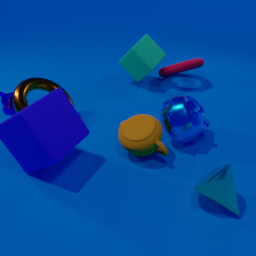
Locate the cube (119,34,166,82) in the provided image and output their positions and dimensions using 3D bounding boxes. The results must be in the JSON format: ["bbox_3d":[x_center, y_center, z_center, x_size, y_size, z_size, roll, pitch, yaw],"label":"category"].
[{"bbox_3d":[0.496,-2.412,9.730,0.995,0.995,0.995,45,58,-10],"label":"cube"}]

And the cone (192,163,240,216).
[{"bbox_3d":[1.829,1.276,5.279,0.874,0.874,0.877,-28,79,-35],"label":"cone"}]

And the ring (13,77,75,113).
[{"bbox_3d":[-2.246,-0.650,7.619,1.713,0.343,1.713,23,47,-27],"label":"ring"}]

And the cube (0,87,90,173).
[{"bbox_3d":[-1.867,0.060,6.157,1.230,1.230,1.230,-20,19,39],"label":"cube"}]

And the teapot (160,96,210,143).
[{"bbox_3d":[1.401,-0.288,6.945,1.973,0.966,1.227,17,56,-41],"label":"teapot"}]

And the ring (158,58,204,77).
[{"bbox_3d":[1.883,-2.150,10.005,1.632,0.326,1.632,-15,8,2],"label":"ring"}]

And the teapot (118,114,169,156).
[{"bbox_3d":[0.288,0.202,6.717,1.692,0.828,1.052,30,64,36],"label":"teapot"}]

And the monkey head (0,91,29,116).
[{"bbox_3d":[-3.170,-0.703,7.971,0.807,0.676,1.122,-8,-11,21],"label":"monkey head"}]
